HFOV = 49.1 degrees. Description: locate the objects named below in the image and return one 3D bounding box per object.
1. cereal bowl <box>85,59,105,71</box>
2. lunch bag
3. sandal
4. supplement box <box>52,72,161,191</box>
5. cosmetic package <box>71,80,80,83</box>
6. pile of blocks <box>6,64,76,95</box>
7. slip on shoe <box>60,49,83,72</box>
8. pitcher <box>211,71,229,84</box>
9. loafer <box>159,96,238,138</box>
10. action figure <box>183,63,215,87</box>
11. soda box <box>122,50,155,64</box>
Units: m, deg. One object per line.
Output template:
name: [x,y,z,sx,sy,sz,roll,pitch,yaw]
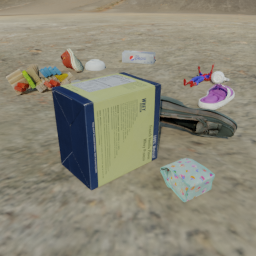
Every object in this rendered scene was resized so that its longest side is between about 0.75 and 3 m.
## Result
cereal bowl: [-1.609,-3.120,13.744,1.003,0.418,1.003,1,27,0]
lunch bag: [1.144,0.957,5.570,0.723,0.518,0.849,-17,37,-28]
sandal: [3.180,-1.236,9.817,0.964,0.582,2.368,14,30,25]
supplement box: [-0.406,-0.045,6.025,1.868,1.870,1.255,-21,33,-35]
cosmetic package: [-1.805,-1.517,10.564,0.359,0.425,0.795,-17,30,-33]
pile of blocks: [-3.174,-1.842,10.525,2.531,1.039,0.787,-12,29,-24]
slip on shoe: [-2.795,-3.215,13.656,0.735,0.890,2.403,-35,37,-2]
pitcher: [3.847,-2.078,11.652,0.736,0.520,0.858,18,20,14]
loafer: [1.617,-0.125,7.153,2.213,0.795,0.696,20,54,11]
action figure: [3.033,-2.268,11.672,1.679,0.831,0.548,-21,34,-40]
soda box: [0.565,-3.749,14.831,1.717,0.545,0.586,7,28,13]
